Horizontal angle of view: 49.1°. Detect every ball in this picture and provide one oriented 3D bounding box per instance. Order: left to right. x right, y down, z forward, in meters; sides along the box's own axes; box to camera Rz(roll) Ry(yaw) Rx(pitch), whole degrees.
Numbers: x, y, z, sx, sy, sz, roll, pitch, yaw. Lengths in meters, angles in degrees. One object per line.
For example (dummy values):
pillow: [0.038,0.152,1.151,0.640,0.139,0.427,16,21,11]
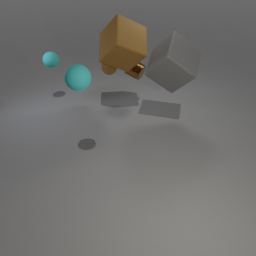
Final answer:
ball: [-3.447,-3.048,12.514,0.700,0.700,0.700,0,31,0]
ball: [-1.332,-1.335,7.463,0.700,0.700,0.700,0,31,0]
ball: [-0.832,-2.708,12.376,0.700,0.700,0.700,0,31,0]

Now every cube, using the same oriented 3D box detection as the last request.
cube: [-0.212,-3.306,11.101,1.400,1.400,1.400,12,67,-32]
cube: [1.709,-2.461,10.636,1.400,1.400,1.400,31,57,-21]

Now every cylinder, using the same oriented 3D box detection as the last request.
cylinder: [0.315,-2.577,12.336,0.700,0.700,0.700,30,38,10]
